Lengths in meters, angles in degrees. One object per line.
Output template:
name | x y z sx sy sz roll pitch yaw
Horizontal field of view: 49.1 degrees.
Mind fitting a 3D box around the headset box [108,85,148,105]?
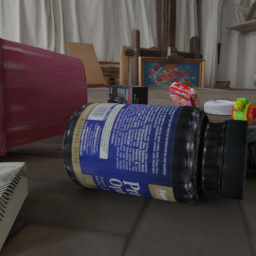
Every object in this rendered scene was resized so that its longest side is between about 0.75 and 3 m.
headset box | 0.009 -0.784 9.577 0.688 1.325 1.781 -6 12 -31

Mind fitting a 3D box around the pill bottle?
pill bottle | 0.374 0.303 3.707 2.206 1.234 1.234 4 11 23

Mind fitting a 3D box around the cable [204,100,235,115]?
cable | 4.157 -0.891 12.447 1.551 0.537 1.550 -10 16 -42

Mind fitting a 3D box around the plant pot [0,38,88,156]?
plant pot | -2.110 -0.697 5.819 2.220 2.480 2.480 -3 11 -24

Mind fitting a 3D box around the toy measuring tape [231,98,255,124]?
toy measuring tape | 4.249 -0.395 9.892 0.837 0.837 2.275 10 -8 43

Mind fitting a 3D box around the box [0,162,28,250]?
box | -1.515 0.806 3.037 0.586 0.488 1.426 -2 10 -10

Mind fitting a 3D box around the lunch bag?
lunch bag | 2.524 -1.523 12.820 0.577 1.241 1.409 -42 45 -20

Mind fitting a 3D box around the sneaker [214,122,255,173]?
sneaker | 1.998 0.372 4.347 2.293 0.877 1.314 2 2 -20
